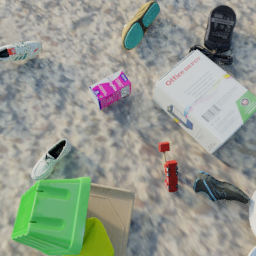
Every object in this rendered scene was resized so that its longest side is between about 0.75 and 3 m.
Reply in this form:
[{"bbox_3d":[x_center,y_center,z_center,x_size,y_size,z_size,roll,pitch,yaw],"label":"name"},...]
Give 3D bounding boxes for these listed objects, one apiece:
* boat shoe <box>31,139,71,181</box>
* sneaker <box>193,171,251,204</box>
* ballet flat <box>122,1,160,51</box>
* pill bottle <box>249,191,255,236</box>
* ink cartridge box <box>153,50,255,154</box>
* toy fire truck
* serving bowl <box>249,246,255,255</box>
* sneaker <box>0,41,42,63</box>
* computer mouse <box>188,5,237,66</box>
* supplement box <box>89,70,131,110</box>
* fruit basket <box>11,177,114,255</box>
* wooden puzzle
[{"bbox_3d":[-2.523,1.010,9.124,0.597,0.545,1.659,42,74,15],"label":"boat shoe"},{"bbox_3d":[2.908,2.006,8.779,1.750,0.641,0.717,24,91,12],"label":"sneaker"},{"bbox_3d":[0.349,-4.052,11.170,0.819,0.892,2.598,19,63,38],"label":"ballet flat"},{"bbox_3d":[5.028,2.598,8.003,2.637,1.434,1.434,7,68,3],"label":"pill bottle"},{"bbox_3d":[2.585,-0.931,9.526,2.114,1.273,2.910,-41,75,-16],"label":"ink cartridge box"},{"bbox_3d":[1.281,1.233,8.945,0.338,0.979,1.388,-7,108,-9],"label":"toy fire truck"},{"bbox_3d":[4.028,3.992,7.961,1.385,0.456,1.385,0,68,-1],"label":"serving bowl"},{"bbox_3d":[-4.086,-2.811,10.394,1.804,0.843,0.635,-15,107,-10],"label":"sneaker"},{"bbox_3d":[3.469,-3.638,11.035,1.711,0.651,2.470,17,80,7],"label":"computer mouse"},{"bbox_3d":[-0.620,-1.364,10.017,1.360,0.703,0.688,-31,70,-13],"label":"supplement box"},{"bbox_3d":[-1.493,2.606,7.507,2.890,2.890,2.084,4,63,2],"label":"fruit basket"},{"bbox_3d":[-0.974,2.874,8.478,2.081,0.419,2.249,9,73,5],"label":"wooden puzzle"}]
